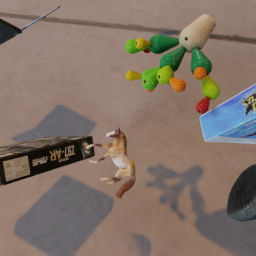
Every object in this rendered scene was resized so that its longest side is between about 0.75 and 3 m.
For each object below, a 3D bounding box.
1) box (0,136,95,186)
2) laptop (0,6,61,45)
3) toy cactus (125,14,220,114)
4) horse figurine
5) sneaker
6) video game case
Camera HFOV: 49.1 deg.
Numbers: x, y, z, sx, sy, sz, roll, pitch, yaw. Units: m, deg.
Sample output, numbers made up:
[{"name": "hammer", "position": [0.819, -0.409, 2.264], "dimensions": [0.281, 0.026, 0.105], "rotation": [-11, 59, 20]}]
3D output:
[{"name": "box", "position": [-1.744, 0.486, 4.894], "dimensions": [1.477, 0.401, 1.844], "rotation": [-3, 7, 38]}, {"name": "laptop", "position": [-2.498, -2.184, 5.451], "dimensions": [1.539, 1.644, 0.953], "rotation": [-1, 74, 45]}, {"name": "toy cactus", "position": [0.828, -1.076, 4.354], "dimensions": [1.486, 0.921, 1.801], "rotation": [-48, 51, -6]}, {"name": "horse figurine", "position": [-0.170, 0.516, 4.060], "dimensions": [0.686, 1.036, 0.258], "rotation": [-21, 15, 20]}, {"name": "sneaker", "position": [2.078, 0.544, 2.948], "dimensions": [1.156, 2.216, 0.666], "rotation": [24, 42, 3]}, {"name": "video game case", "position": [2.268, -0.261, 3.675], "dimensions": [1.761, 1.943, 0.442], "rotation": [2, 69, -26]}]
